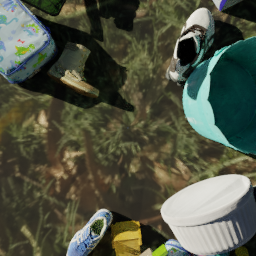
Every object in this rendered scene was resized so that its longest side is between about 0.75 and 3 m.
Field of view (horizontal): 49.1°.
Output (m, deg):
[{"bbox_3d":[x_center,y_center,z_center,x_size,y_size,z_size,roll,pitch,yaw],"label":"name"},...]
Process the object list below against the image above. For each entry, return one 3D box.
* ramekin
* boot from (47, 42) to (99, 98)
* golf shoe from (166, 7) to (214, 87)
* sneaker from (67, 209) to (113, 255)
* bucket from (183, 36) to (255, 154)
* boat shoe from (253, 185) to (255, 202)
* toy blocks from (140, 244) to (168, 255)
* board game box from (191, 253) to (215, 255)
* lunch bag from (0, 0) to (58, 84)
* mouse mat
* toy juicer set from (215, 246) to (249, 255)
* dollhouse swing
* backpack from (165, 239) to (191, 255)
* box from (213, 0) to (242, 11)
[{"bbox_3d":[2.022,2.077,6.761,2.283,2.283,1.063,-24,90,-5],"label":"ramekin"},{"bbox_3d":[-1.390,-1.747,8.365,1.673,0.609,1.301,27,79,9],"label":"boot"},{"bbox_3d":[1.990,-2.553,8.197,1.044,1.269,2.686,20,77,5],"label":"golf shoe"},{"bbox_3d":[-1.054,2.850,7.351,0.630,0.641,1.663,35,81,5],"label":"sneaker"},{"bbox_3d":[2.876,-0.779,7.177,2.818,1.833,2.818,-1,95,-12],"label":"bucket"},{"bbox_3d":[3.287,1.943,7.644,1.452,0.452,0.542,-26,81,-4],"label":"boat shoe"},{"bbox_3d":[0.289,4.516,6.741,2.956,1.477,2.021,-37,91,-3],"label":"toy blocks"},{"bbox_3d":[1.900,3.797,7.157,0.930,0.245,1.216,22,97,5],"label":"board game box"},{"bbox_3d":[-3.419,-2.675,8.344,1.932,0.991,2.404,-42,81,-7],"label":"lunch bag"},{"bbox_3d":[-2.738,-4.926,8.706,2.236,0.105,2.779,23,65,-13],"label":"mouse mat"},{"bbox_3d":[2.325,3.413,7.405,1.506,0.410,0.958,15,97,6],"label":"toy juicer set"},{"bbox_3d":[-0.028,3.025,7.570,0.772,0.679,0.702,-7,37,-1],"label":"dollhouse swing"},{"bbox_3d":[1.213,3.240,7.167,0.760,0.830,0.610,24,56,5],"label":"backpack"},{"bbox_3d":[3.543,-4.675,8.449,1.756,1.615,0.921,-28,81,-6],"label":"box"}]
